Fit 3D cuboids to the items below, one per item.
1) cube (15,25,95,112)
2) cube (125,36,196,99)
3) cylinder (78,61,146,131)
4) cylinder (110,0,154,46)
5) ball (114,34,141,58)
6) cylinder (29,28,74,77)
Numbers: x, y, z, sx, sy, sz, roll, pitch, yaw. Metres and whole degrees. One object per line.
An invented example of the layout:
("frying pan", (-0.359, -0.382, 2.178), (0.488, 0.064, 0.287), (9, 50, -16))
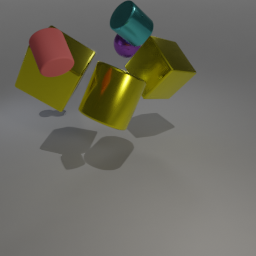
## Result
("cube", (-1.932, -1.590, 7.541), (1.400, 1.400, 1.400), (30, 39, -12))
("cube", (1.041, -1.894, 9.084), (1.400, 1.400, 1.400), (-7, 61, -46))
("cylinder", (-0.417, -0.839, 7.403), (1.400, 1.400, 1.400), (23, 7, -3))
("cylinder", (0.162, -4.514, 12.182), (1.400, 1.400, 1.400), (26, 6, -44))
("ball", (-0.033, -4.277, 14.202), (1.400, 1.400, 1.400), (0, 29, 0))
("cylinder", (-1.521, -1.492, 5.582), (0.700, 0.700, 0.700), (-17, 77, -29))
